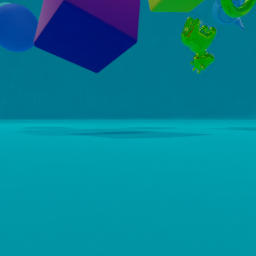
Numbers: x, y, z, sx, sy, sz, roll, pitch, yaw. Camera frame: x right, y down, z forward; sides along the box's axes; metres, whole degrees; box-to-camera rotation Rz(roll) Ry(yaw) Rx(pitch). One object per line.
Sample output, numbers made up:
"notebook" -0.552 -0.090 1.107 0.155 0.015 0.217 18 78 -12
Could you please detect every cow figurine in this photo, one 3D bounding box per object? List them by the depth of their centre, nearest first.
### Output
"cow figurine" 2.025 -2.383 8.253 1.383 1.361 0.759 13 20 -30

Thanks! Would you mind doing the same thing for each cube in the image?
"cube" -0.668 -1.924 4.738 1.271 1.271 1.271 19 -25 -32
"cube" 1.306 -3.881 7.177 1.296 1.296 1.296 -10 -1 -23

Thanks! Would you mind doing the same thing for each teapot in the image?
"teapot" 3.444 -3.972 9.565 1.009 1.622 0.794 -39 21 29

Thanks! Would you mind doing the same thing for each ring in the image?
"ring" 2.569 -3.156 6.369 1.229 1.229 0.246 -1 24 -34

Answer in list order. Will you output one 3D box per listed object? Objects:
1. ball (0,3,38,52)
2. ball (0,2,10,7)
"ball" -3.093 -2.747 7.724 1.259 1.259 1.259 0 2 0
"ball" -3.679 -3.301 8.697 1.091 1.091 1.091 0 2 0
